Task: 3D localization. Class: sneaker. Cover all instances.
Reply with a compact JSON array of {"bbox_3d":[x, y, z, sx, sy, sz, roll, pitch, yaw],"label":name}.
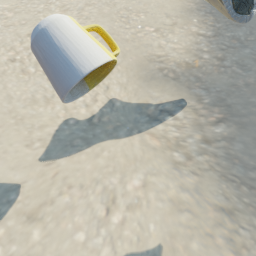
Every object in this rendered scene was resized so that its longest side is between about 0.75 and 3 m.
[{"bbox_3d":[2.614,-4.149,8.252,2.908,1.133,1.445,28,14,-27],"label":"sneaker"}]

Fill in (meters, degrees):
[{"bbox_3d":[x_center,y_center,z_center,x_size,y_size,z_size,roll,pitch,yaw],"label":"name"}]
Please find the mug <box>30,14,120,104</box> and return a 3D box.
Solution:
[{"bbox_3d":[-1.207,-1.591,6.140,1.514,1.477,1.844,51,22,1],"label":"mug"}]
